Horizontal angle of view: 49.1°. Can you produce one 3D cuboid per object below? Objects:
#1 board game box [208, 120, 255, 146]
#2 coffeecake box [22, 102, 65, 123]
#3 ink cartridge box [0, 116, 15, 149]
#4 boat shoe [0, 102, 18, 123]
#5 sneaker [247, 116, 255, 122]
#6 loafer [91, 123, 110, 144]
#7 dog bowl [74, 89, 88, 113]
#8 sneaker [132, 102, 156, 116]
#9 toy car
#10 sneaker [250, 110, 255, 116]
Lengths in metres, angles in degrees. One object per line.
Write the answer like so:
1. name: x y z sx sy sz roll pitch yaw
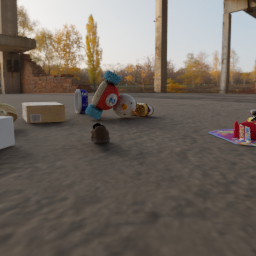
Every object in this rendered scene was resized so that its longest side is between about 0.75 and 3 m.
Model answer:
1. board game box: 4.039 0.015 8.910 2.312 0.570 2.926 -2 10 -8
2. coffeecake box: -3.995 -0.773 13.107 1.648 0.785 2.148 -4 10 -25
3. ink cartridge box: -4.252 0.137 7.270 1.983 0.835 1.434 2 9 14
4. boat shoe: -4.701 -0.202 9.594 0.939 1.037 2.909 38 14 9
5. sneaker: 4.904 -0.217 11.023 0.525 0.454 1.162 -4 -1 39
6. loafer: -0.753 0.113 7.832 0.548 0.533 1.502 -5 5 -13
7. dog bowl: -2.663 -1.505 15.916 0.533 1.354 1.354 -1 9 -21
8. sneaker: 0.648 -1.002 15.093 0.929 0.773 2.062 4 12 -32
9. toy car: -0.441 -1.223 13.730 2.477 2.283 2.191 28 7 -7
10. sneaker: 7.016 -0.785 14.807 0.977 0.393 0.422 -10 19 -2
